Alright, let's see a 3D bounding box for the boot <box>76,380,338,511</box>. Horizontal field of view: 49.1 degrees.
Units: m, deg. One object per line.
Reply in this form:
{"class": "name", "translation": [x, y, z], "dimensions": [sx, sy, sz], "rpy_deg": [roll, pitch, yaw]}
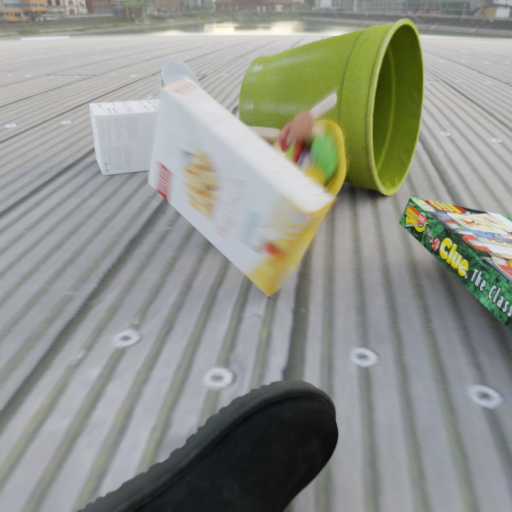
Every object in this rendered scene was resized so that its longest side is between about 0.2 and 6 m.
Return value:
{"class": "boot", "translation": [0.071, 2.087, 3.851], "dimensions": [2.638, 0.993, 1.972], "rpy_deg": [-29, 31, -27]}

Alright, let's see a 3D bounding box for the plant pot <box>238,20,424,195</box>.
{"class": "plant pot", "translation": [1.505, -3.173, 11.967], "dimensions": [3.249, 3.374, 3.374], "rpy_deg": [11, 29, 29]}

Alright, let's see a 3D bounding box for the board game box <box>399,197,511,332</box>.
{"class": "board game box", "translation": [3.921, 0.573, 6.813], "dimensions": [2.616, 0.586, 4.994], "rpy_deg": [11, 23, -17]}

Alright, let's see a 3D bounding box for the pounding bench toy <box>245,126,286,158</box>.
{"class": "pounding bench toy", "translation": [-0.043, -1.110, 9.872], "dimensions": [1.311, 1.646, 2.111], "rpy_deg": [11, -6, 24]}

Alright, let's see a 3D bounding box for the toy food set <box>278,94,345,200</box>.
{"class": "toy food set", "translation": [0.675, -1.556, 8.229], "dimensions": [1.088, 1.849, 0.604], "rpy_deg": [-23, -33, 37]}

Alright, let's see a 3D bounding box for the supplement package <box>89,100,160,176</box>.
{"class": "supplement package", "translation": [-2.891, -2.868, 13.356], "dimensions": [1.842, 1.398, 1.387], "rpy_deg": [-9, 28, -18]}

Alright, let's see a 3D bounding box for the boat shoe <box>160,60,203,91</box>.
{"class": "boat shoe", "translation": [-1.063, -2.243, 9.086], "dimensions": [0.691, 0.639, 1.872], "rpy_deg": [-27, 77, -28]}

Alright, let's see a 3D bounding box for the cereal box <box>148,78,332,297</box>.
{"class": "cereal box", "translation": [-0.373, -0.887, 7.627], "dimensions": [2.615, 1.881, 0.517], "rpy_deg": [42, 54, 14]}
